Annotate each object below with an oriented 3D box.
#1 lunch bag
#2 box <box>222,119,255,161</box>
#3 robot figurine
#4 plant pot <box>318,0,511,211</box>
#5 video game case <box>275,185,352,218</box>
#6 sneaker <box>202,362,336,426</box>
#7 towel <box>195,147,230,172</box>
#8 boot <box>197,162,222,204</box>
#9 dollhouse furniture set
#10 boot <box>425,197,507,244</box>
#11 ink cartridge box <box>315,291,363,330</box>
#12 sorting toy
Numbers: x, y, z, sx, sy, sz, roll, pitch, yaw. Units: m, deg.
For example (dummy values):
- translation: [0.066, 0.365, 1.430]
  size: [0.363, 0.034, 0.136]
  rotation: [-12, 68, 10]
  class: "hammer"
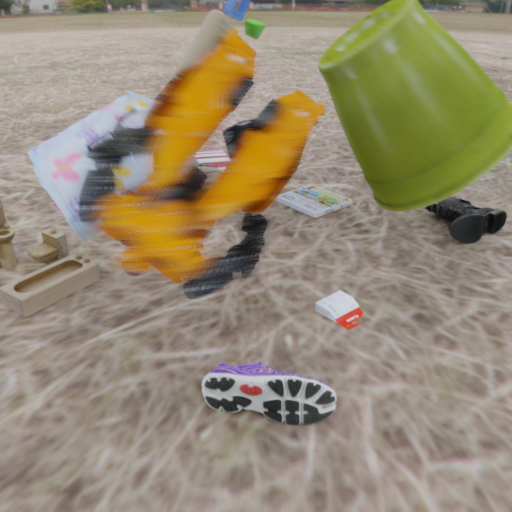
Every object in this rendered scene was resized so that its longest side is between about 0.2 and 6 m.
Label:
- translation: [-2.010, -1.286, 7.865]
  size: [1.909, 1.431, 2.251]
  rotation: [-33, 34, -10]
  class: "lunch bag"
- translation: [0.133, -2.381, 11.847]
  size: [1.324, 0.984, 0.823]
  rotation: [-18, 7, -25]
  class: "box"
- translation: [-0.615, -1.049, 6.796]
  size: [3.182, 2.307, 0.926]
  rotation: [-55, 12, -16]
  class: "robot figurine"
- translation: [2.716, -2.908, 10.199]
  size: [3.026, 2.913, 3.026]
  rotation: [-34, 23, 16]
  class: "plant pot"
- translation: [1.360, -1.320, 13.354]
  size: [1.247, 0.157, 1.370]
  rotation: [-22, 34, -34]
  class: "video game case"
- translation: [0.185, 1.656, 7.298]
  size: [1.755, 0.708, 0.732]
  rotation: [8, 24, 15]
  class: "sneaker"
- translation: [-1.405, -2.640, 15.759]
  size: [1.381, 0.218, 1.918]
  rotation: [-8, 31, -18]
  class: "towel"
- translation: [-1.962, -1.727, 13.446]
  size: [2.502, 0.879, 1.829]
  rotation: [1, 25, -9]
  class: "boot"
- translation: [-4.235, -0.229, 9.707]
  size: [2.056, 1.675, 1.955]
  rotation: [20, 34, 32]
  class: "dollhouse furniture set"
- translation: [4.305, -0.863, 12.146]
  size: [1.800, 0.623, 1.567]
  rotation: [-11, 26, -33]
  class: "boot"
- translation: [1.447, 0.884, 9.236]
  size: [0.615, 0.216, 0.756]
  rotation: [-22, 31, -35]
  class: "ink cartridge box"
- translation: [-0.898, -4.284, 12.982]
  size: [0.510, 3.744, 2.108]
  rotation: [34, 6, 20]
  class: "sorting toy"
